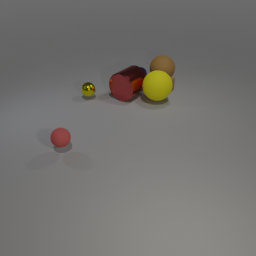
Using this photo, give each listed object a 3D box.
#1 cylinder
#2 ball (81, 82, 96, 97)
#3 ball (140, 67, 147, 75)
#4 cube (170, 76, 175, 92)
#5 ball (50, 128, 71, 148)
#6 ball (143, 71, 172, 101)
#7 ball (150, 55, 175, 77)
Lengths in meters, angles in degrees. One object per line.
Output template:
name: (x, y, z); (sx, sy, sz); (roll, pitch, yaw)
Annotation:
cylinder: (0.023, -2.204, 13.723); (1.400, 1.400, 1.400); (20, 38, 29)
ball: (-1.914, -1.867, 13.562); (0.700, 0.700, 0.700); (0, 32, 0)
ball: (0.713, -3.082, 15.796); (0.700, 0.700, 0.700); (0, 32, 0)
cube: (1.948, -2.244, 14.460); (0.700, 0.700, 0.700); (17, 36, 25)
ball: (-2.362, 0.334, 9.828); (0.700, 0.700, 0.700); (0, 32, 0)
ball: (1.383, -1.989, 13.171); (1.400, 1.400, 1.400); (0, 32, 0)
ball: (1.894, -3.299, 15.444); (1.400, 1.400, 1.400); (0, 32, 0)
